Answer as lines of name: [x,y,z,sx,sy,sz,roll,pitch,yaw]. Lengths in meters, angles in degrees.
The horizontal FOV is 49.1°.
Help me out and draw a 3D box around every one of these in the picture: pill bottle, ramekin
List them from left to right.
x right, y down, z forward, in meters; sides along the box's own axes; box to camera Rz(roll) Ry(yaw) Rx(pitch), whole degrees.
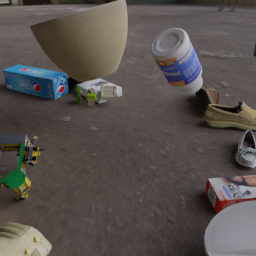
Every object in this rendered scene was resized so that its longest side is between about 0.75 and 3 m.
pill bottle: [1.230,-1.486,6.643,0.884,1.577,0.884,-17,52,23]
ramekin: [2.087,1.968,4.461,1.617,0.753,1.617,-20,18,7]

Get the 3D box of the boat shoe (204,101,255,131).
boat shoe: [3.678,-0.444,9.074,2.275,0.866,0.815,0,29,0]

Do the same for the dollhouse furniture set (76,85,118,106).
dollhouse furniture set: [-1.198,-1.214,10.792,1.558,0.602,0.779,2,43,-7]

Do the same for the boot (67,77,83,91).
boot: [-1.723,-2.511,12.253,0.685,1.884,2.001,43,34,-5]

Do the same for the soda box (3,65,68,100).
soda box: [-3.882,-1.965,11.775,2.724,0.874,0.924,15,33,24]

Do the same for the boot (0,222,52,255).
boot: [-1.682,2.399,4.129,2.250,0.819,1.749,13,31,28]

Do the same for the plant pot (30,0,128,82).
plant pot: [-1.245,-2.549,8.585,2.877,1.932,2.877,-13,24,6]

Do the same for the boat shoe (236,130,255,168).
boat shoe: [3.284,0.569,7.689,0.529,0.460,1.434,11,31,19]

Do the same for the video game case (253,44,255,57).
video game case: [3.293,-1.843,6.528,0.091,0.682,0.955,-11,37,-7]

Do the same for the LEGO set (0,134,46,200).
LEGO set: [-3.111,0.994,6.597,2.242,1.299,1.724,-8,60,-7]

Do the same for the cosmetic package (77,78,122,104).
cosmetic package: [-1.192,-1.568,11.572,1.179,0.404,1.563,-27,39,-35]

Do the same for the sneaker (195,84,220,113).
sneaker: [3.124,-1.148,10.475,0.796,0.743,2.108,3,30,-1]

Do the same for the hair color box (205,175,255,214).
hair color box: [2.485,1.441,6.190,1.310,0.419,0.726,-2,29,-7]
